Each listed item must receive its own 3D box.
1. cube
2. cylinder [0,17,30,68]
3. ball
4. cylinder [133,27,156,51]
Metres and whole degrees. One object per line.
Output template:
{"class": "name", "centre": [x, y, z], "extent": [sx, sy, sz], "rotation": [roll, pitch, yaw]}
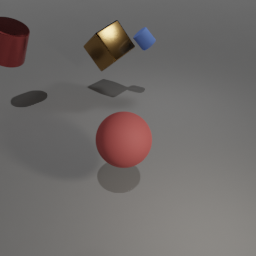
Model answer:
{"class": "cube", "centre": [-0.848, -3.649, 12.537], "extent": [1.400, 1.400, 1.400], "rotation": [-44, 14, -30]}
{"class": "cylinder", "centre": [-4.626, -3.306, 10.822], "extent": [1.400, 1.400, 1.400], "rotation": [17, 39, -14]}
{"class": "ball", "centre": [-0.104, 0.289, 6.973], "extent": [1.400, 1.400, 1.400], "rotation": [0, 32, 0]}
{"class": "cylinder", "centre": [0.702, -3.800, 11.956], "extent": [0.700, 0.700, 0.700], "rotation": [-36, 24, 19]}
